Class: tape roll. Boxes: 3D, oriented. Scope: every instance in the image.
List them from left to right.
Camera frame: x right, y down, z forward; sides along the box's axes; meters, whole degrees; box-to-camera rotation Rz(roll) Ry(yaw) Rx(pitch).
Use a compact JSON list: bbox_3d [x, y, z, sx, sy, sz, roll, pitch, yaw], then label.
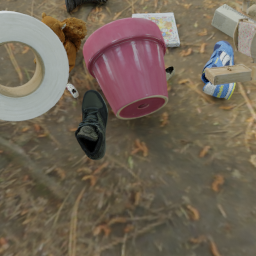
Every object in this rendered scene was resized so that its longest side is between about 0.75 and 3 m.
[{"bbox_3d":[-3.010,-1.594,7.343,2.752,2.752,0.962,-28,33,-16],"label":"tape roll"}]

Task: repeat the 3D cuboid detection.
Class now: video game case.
[{"bbox_3d":[1.186,-4.322,12.306,1.896,0.238,2.083,-3,58,-1],"label":"video game case"}]

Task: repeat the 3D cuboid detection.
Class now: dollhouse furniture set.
[{"bbox_3d":[2.864,-2.411,7.411,1.137,2.569,1.331,-7,30,-2],"label":"dollhouse furniture set"}]

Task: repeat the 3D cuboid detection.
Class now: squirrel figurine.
[{"bbox_3d":[-2.602,-3.459,10.668,1.570,2.071,2.219,32,63,18],"label":"squirrel figurine"}]

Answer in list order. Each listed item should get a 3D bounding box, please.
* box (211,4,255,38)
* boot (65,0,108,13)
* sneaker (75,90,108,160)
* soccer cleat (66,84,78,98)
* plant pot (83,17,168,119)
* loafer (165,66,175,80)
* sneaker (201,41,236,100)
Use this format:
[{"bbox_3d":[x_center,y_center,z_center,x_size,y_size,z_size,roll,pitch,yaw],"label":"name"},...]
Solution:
[{"bbox_3d":[4.642,-4.423,12.039,0.685,0.824,2.005,-37,66,-21],"label":"box"},{"bbox_3d":[-1.880,-6.120,13.154,1.865,0.742,2.142,7,56,5],"label":"boot"},{"bbox_3d":[-0.900,-0.166,7.114,0.718,1.076,1.879,-1,78,2],"label":"sneaker"},{"bbox_3d":[-2.067,-1.453,10.435,0.265,0.328,0.759,-30,62,-17],"label":"soccer cleat"},{"bbox_3d":[0.125,-1.782,9.403,2.811,2.811,2.516,-14,74,-9],"label":"plant pot"},{"bbox_3d":[1.346,-1.978,10.705,0.478,0.431,1.263,35,64,20],"label":"loafer"},{"bbox_3d":[3.361,-2.309,10.604,1.112,1.000,2.704,5,57,5],"label":"sneaker"}]
